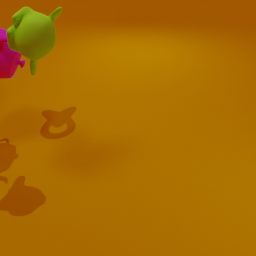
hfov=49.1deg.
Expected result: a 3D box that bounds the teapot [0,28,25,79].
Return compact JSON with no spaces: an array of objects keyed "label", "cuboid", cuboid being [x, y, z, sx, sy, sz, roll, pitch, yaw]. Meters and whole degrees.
[{"label":"teapot","cuboid":[-2.938,-1.729,6.669,0.940,1.919,1.193,20,65,-14]}]

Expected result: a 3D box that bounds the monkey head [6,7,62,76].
[{"label":"monkey head","cuboid":[-1.843,-1.840,5.638,0.868,1.440,1.036,26,11,-6]}]
